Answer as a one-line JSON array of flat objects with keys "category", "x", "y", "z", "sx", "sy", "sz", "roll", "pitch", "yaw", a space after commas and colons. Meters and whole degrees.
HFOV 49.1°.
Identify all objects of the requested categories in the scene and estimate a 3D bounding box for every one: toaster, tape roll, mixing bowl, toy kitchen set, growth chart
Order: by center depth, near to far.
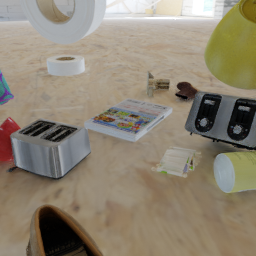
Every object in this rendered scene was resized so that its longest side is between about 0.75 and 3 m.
[{"category": "toaster", "x": -1.644, "y": 0.413, "z": 5.861, "sx": 1.236, "sy": 0.811, "sz": 1.367, "roll": 11, "pitch": 28, "yaw": 24}, {"category": "growth chart", "x": 1.112, "y": 0.701, "z": 6.079, "sx": 0.844, "sy": 0.103, "sz": 1.166, "roll": 13, "pitch": 28, "yaw": 24}, {"category": "mixing bowl", "x": -2.590, "y": 0.325, "z": 6.081, "sx": 0.554, "sy": 1.022, "sz": 1.022, "roll": 31, "pitch": 23, "yaw": -12}, {"category": "toaster", "x": 2.379, "y": -0.095, "z": 6.108, "sx": 1.582, "sy": 1.038, "sz": 1.749, "roll": 17, "pitch": 2, "yaw": 40}, {"category": "tape roll", "x": -1.916, "y": -3.833, "z": 8.254, "sx": 2.535, "sy": 2.535, "sz": 0.887, "roll": 9, "pitch": 34, "yaw": 19}, {"category": "toy kitchen set", "x": 1.130, "y": -1.659, "z": 10.182, "sx": 0.892, "sy": 0.807, "sz": 0.989, "roll": 0, "pitch": 26, "yaw": 0}, {"category": "tape roll", "x": -2.897, "y": -2.958, "z": 13.121, "sx": 1.735, "sy": 0.607, "sz": 1.735, "roll": 0, "pitch": 25, "yaw": 0}]

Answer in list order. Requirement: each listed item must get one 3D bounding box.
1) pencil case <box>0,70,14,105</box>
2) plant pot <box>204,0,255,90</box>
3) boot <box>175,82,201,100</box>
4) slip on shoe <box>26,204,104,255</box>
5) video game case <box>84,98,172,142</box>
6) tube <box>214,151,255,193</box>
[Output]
[{"category": "pencil case", "x": -1.671, "y": -0.720, "z": 3.119, "sx": 0.430, "sy": 1.009, "sz": 0.466, "roll": -22, "pitch": 10, "yaw": -7}, {"category": "plant pot", "x": 2.246, "y": -1.650, "z": 4.973, "sx": 1.586, "sy": 1.125, "sz": 1.586, "roll": -2, "pitch": 61, "yaw": 4}, {"category": "boot", "x": 1.966, "y": -1.334, "z": 9.967, "sx": 0.931, "sy": 0.405, "sz": 1.119, "roll": -20, "pitch": 35, "yaw": -38}, {"category": "slip on shoe", "x": -0.433, "y": 1.809, "z": 2.935, "sx": 1.020, "sy": 0.813, "sz": 2.684, "roll": -13, "pitch": 29, "yaw": -26}, {"category": "video game case", "x": 0.084, "y": -0.323, "z": 8.100, "sx": 1.624, "sy": 0.204, "sz": 2.268, "roll": 16, "pitch": 29, "yaw": 28}, {"category": "tube", "x": 3.093, "y": 0.719, "z": 5.394, "sx": 2.839, "sy": 0.737, "sz": 0.824, "roll": -3, "pitch": 63, "yaw": -11}]
